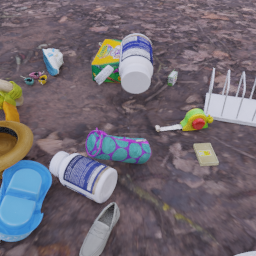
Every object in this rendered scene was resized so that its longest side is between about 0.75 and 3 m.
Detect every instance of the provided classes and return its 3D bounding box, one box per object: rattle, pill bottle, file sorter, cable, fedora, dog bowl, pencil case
[{"bbox_3d":[-5.331,-0.766,10.265,2.714,1.767,1.939,1,83,-14],"label":"rattle"},{"bbox_3d":[0.309,-2.507,10.882,1.325,1.325,2.291,1,51,1],"label":"pill bottle"},{"bbox_3d":[-1.278,1.294,7.843,1.778,0.988,0.988,20,43,22],"label":"pill bottle"},{"bbox_3d":[4.210,-1.207,10.533,2.363,1.472,1.640,11,41,12],"label":"file sorter"},{"bbox_3d":[-0.860,-1.917,9.993,0.766,0.265,0.766,-42,17,13],"label":"cable"},{"bbox_3d":[-4.004,0.795,8.397,2.605,1.062,2.605,-4,36,3],"label":"fedora"},{"bbox_3d":[-2.769,1.849,7.244,1.260,0.560,2.261,17,38,-14],"label":"dog bowl"},{"bbox_3d":[-0.252,0.557,8.197,1.881,0.869,0.800,10,28,-35],"label":"pencil case"}]

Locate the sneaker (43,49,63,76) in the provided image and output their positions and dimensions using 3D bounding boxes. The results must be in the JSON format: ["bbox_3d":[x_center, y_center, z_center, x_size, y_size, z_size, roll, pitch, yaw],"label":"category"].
[{"bbox_3d":[-3.572,-3.291,13.602,0.883,0.836,2.186,-10,43,-19],"label":"sneaker"}]

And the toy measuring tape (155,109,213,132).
[{"bbox_3d":[2.038,-0.287,9.987,2.120,0.780,0.780,-5,40,-6],"label":"toy measuring tape"}]

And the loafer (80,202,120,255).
[{"bbox_3d":[-0.680,2.463,6.756,0.544,0.543,1.556,15,42,18],"label":"loafer"}]

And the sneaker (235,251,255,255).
[{"bbox_3d":[3.422,2.907,5.723,2.969,1.195,1.134,0,41,2],"label":"sneaker"}]

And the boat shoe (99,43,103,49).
[{"bbox_3d":[-1.208,-4.440,15.404,0.976,0.305,0.347,26,44,26],"label":"boat shoe"}]

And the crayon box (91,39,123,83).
[{"bbox_3d":[-0.540,-3.283,13.517,1.777,0.872,2.993,5,40,6],"label":"crayon box"}]

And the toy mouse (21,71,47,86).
[{"bbox_3d":[-4.261,-2.217,12.709,1.216,0.265,1.368,1,39,1],"label":"toy mouse"}]

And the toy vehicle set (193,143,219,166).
[{"bbox_3d":[2.511,0.846,9.072,0.567,0.121,0.913,-2,39,-3],"label":"toy vehicle set"}]

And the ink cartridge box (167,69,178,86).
[{"bbox_3d":[2.051,-2.287,12.666,0.246,0.431,0.831,18,42,20],"label":"ink cartridge box"}]
